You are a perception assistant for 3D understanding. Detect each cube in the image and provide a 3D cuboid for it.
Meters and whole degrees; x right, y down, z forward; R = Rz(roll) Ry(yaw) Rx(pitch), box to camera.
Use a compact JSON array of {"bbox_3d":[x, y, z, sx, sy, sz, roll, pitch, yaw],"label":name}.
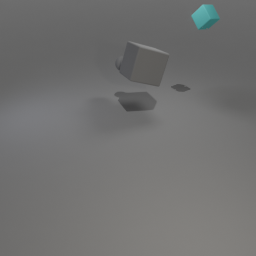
[{"bbox_3d":[0.647,-2.703,11.794,1.400,1.400,1.400,7,22,-25],"label":"cube"},{"bbox_3d":[3.204,-4.572,11.568,0.700,0.700,0.700,-19,-9,-37],"label":"cube"}]

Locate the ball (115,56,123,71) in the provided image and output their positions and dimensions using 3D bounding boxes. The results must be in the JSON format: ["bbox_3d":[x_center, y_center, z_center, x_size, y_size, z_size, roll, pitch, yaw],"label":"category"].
[{"bbox_3d":[-0.230,-2.932,12.774,0.700,0.700,0.700,0,31,0],"label":"ball"}]
